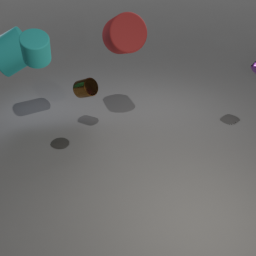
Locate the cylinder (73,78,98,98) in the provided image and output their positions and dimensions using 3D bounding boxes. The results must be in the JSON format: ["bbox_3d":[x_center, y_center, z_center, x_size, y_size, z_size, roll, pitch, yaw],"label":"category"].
[{"bbox_3d":[-1.608,-1.513,10.634,0.700,0.700,0.700,-3,22,43],"label":"cylinder"}]

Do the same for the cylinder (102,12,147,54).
[{"bbox_3d":[-0.156,-3.513,10.518,1.400,1.400,1.400,-9,15,-14],"label":"cylinder"}]

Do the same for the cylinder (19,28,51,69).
[{"bbox_3d":[-2.283,-1.960,6.942,0.700,0.700,0.700,5,60,-9],"label":"cylinder"}]

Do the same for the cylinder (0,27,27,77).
[{"bbox_3d":[-4.434,-2.917,10.762,1.400,1.400,1.400,-32,36,-2],"label":"cylinder"}]

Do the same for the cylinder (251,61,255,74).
[{"bbox_3d":[4.789,-2.182,9.740,0.700,0.700,0.700,42,9,-9],"label":"cylinder"}]
